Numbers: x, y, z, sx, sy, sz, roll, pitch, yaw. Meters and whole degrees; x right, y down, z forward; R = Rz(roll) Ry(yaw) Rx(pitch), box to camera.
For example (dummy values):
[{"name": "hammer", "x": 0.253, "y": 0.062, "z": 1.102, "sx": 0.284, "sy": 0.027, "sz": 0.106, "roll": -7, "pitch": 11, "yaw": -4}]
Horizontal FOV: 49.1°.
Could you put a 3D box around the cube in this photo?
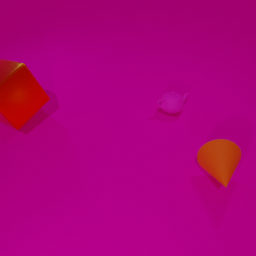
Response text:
[{"name": "cube", "x": -3.335, "y": -0.967, "z": 7.890, "sx": 1.327, "sy": 1.327, "sz": 1.327, "roll": 18, "pitch": 59, "yaw": 39}]

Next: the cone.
[{"name": "cone", "x": 2.153, "y": 0.974, "z": 6.398, "sx": 1.038, "sy": 1.038, "sz": 1.042, "roll": 5, "pitch": 34, "yaw": 5}]

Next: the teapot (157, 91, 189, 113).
[{"name": "teapot", "x": 1.353, "y": -0.819, "z": 8.410, "sx": 1.190, "sy": 0.582, "sz": 0.740, "roll": -13, "pitch": 36, "yaw": -29}]
